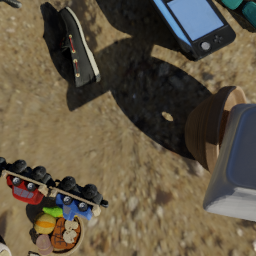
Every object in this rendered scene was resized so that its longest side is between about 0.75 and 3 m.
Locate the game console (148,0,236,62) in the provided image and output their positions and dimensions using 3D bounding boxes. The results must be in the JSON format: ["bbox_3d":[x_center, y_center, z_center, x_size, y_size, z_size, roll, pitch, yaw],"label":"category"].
[{"bbox_3d":[1.807,-3.608,8.478,2.456,1.625,2.793,-28,78,-6],"label":"game console"}]

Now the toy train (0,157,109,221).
[{"bbox_3d":[-1.645,0.937,4.685,2.746,0.468,0.629,17,62,10],"label":"toy train"}]

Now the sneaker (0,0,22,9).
[{"bbox_3d":[-3.965,-4.342,9.295,1.056,0.398,0.418,25,75,6],"label":"sneaker"}]

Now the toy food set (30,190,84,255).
[{"bbox_3d":[-1.883,2.777,7.520,1.382,0.402,2.002,12,76,3],"label":"toy food set"}]

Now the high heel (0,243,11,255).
[{"bbox_3d":[-3.970,3.453,7.377,1.618,0.810,2.270,-19,93,23],"label":"high heel"}]

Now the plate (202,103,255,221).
[{"bbox_3d":[3.036,0.451,5.157,2.839,0.459,2.833,3,49,35],"label":"plate"}]

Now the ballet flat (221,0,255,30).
[{"bbox_3d":[3.877,-4.104,9.110,0.878,0.929,2.757,-32,78,-36],"label":"ballet flat"}]

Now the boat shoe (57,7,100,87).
[{"bbox_3d":[-1.676,-2.500,8.537,0.820,0.958,2.618,-19,81,-13],"label":"boat shoe"}]

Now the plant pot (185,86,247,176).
[{"bbox_3d":[2.317,0.130,7.504,1.153,2.497,2.497,5,73,39],"label":"plant pot"}]
